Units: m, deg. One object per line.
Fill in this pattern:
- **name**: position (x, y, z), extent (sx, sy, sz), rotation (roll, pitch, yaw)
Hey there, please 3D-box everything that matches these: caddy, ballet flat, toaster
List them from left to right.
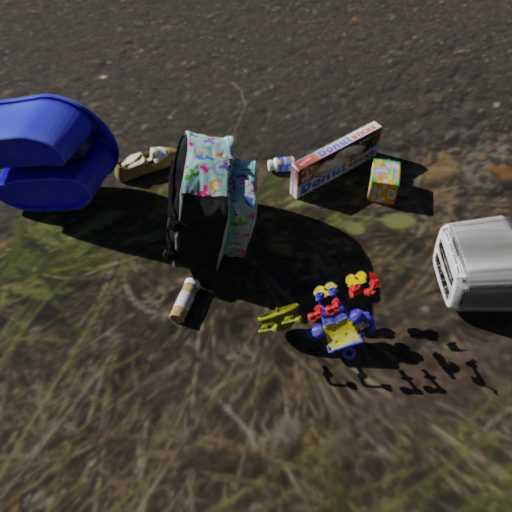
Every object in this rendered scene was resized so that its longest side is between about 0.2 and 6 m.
- **caddy**: position (-4.463, -2.212, 11.824), extent (3.155, 2.231, 1.656), rotation (0, 52, 22)
- **ballet flat**: position (-2.521, -2.241, 13.132), extent (1.683, 0.530, 0.578), rotation (-29, 57, -21)
- **toaster**: position (4.302, 0.240, 10.734), extent (1.422, 1.251, 2.202), rotation (-3, 49, 2)

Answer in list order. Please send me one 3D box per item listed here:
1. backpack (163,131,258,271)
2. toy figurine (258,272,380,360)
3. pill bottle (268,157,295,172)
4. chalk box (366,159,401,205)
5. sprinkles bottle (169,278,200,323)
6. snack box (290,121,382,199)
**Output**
- **backpack**: position (-0.931, -1.209, 11.241), extent (1.886, 2.224, 2.505), rotation (0, 52, -13)
- **toy figurine**: position (1.297, 1.359, 9.922), extent (2.277, 1.364, 1.201), rotation (-22, 14, 10)
- **pill bottle**: position (0.587, -2.145, 13.171), extent (0.605, 0.339, 0.339), rotation (-6, 52, -6)
- **chalk box**: position (2.896, -1.764, 12.694), extent (0.635, 0.638, 1.026), rotation (9, 51, 6)
- **sprinkles bottle**: position (-1.379, 0.858, 10.839), extent (0.308, 0.308, 0.904), rotation (14, 53, 11)
- **snack box**: position (1.833, -2.213, 12.869), extent (2.502, 0.900, 0.304), rotation (-30, 58, -21)
